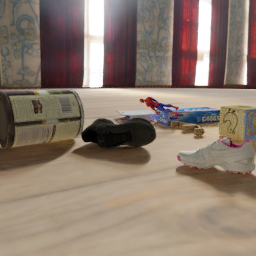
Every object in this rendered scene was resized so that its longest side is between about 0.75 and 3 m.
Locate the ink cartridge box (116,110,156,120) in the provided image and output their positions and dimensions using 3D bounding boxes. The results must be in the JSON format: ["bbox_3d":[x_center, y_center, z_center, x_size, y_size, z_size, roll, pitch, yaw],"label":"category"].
[{"bbox_3d":[0.356,-0.647,14.159,1.695,0.344,1.692,-2,11,-11],"label":"ink cartridge box"}]

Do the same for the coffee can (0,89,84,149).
[{"bbox_3d":[-2.799,-0.344,8.838,2.331,1.706,1.706,-7,13,-36],"label":"coffee can"}]

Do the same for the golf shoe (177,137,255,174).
[{"bbox_3d":[2.016,0.563,6.493,1.754,0.803,0.660,3,12,23],"label":"golf shoe"}]

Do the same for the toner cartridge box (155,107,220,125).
[{"bbox_3d":[2.829,-0.591,13.142,2.796,0.604,1.328,-4,11,-19],"label":"toner cartridge box"}]

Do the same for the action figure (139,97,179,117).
[{"bbox_3d":[1.285,-0.916,11.819,1.706,0.558,0.441,19,-30,-10],"label":"action figure"}]

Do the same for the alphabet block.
[{"bbox_3d":[4.016,-0.217,9.869,1.102,1.096,1.122,-4,10,-30],"label":"alphabet block"}]

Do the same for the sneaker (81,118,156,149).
[{"bbox_3d":[-0.331,0.255,8.409,2.435,0.925,1.105,-2,18,31],"label":"sneaker"}]

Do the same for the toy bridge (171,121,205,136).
[{"bbox_3d":[2.423,-0.007,10.958,0.657,0.266,1.953,-3,11,-21],"label":"toy bridge"}]
